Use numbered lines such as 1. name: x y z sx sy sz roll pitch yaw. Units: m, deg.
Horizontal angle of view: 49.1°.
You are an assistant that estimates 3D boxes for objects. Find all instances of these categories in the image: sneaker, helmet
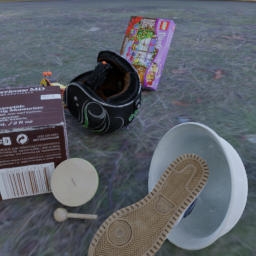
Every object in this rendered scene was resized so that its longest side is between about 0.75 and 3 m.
1. sneaker: 0.430 1.607 4.976 2.484 1.348 0.871 -41 68 -15
2. helmet: -0.759 -0.928 8.306 2.284 2.177 2.284 6 67 -15

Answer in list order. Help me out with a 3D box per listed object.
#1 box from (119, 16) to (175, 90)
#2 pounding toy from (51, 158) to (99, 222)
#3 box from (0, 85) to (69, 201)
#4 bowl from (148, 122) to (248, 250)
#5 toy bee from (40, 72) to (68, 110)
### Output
1. box: 0.639 -3.157 11.687 1.928 2.817 0.551 17 1 25
2. pounding toy: -1.059 1.276 5.834 0.960 1.244 0.577 -3 -14 1
3. box: -2.374 0.255 6.638 1.821 1.802 2.195 -7 31 -12
4. bowl: 1.395 1.062 5.257 1.009 2.244 2.244 10 24 -28
5. toy bee: -2.645 -1.310 9.662 2.179 1.184 1.426 6 16 9
